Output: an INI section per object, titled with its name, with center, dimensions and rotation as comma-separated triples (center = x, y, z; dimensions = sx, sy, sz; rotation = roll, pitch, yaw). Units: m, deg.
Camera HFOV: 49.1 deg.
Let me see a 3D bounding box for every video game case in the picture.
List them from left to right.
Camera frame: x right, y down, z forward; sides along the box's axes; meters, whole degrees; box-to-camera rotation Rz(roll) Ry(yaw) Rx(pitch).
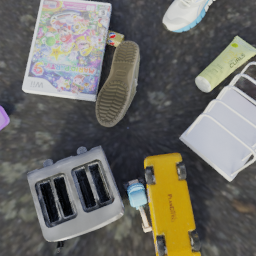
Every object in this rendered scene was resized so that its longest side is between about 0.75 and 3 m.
[video game case]
center = -1.593, -2.158, 7.492
dimensions = 1.947, 0.245, 2.718
rotation = 8, 81, 3

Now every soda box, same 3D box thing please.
[soda box]
center = -0.552, -2.534, 7.814
dimensions = 0.867, 0.294, 0.278
rotation = 20, 73, 7

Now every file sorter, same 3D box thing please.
[file sorter]
center = 2.522, -0.215, 6.288
dimensions = 1.476, 1.324, 2.127
rotation = 41, 65, 13

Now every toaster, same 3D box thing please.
[toaster]
center = -1.072, 1.469, 6.029
dimensions = 1.696, 1.113, 1.876
rotation = -20, 73, -6

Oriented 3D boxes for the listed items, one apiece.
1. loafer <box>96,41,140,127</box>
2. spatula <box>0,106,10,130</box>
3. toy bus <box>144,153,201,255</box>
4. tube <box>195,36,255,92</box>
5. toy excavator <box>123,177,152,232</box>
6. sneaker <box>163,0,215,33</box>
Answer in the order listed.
[loafer]
center = -0.138, -1.050, 7.087
dimensions = 0.834, 0.752, 2.203
rotation = 19, 88, 21
[spatula]
center = -4.081, 0.274, 6.891
dimensions = 2.451, 0.252, 0.693
rotation = -33, 73, -10
[toy bus]
center = 0.913, 1.888, 5.935
dimensions = 0.838, 1.008, 2.575
rotation = -8, 71, -1
[tube]
center = 2.612, -1.735, 7.469
dimensions = 1.977, 0.513, 0.574
rotation = -40, 114, -17
[toy excavator]
center = 0.258, 1.696, 6.196
dimensions = 0.461, 0.898, 0.924
rotation = -14, 33, -5
[sneaker]
center = 1.902, -3.745, 7.439
dimensions = 2.673, 1.158, 1.002
rotation = -43, 61, 8
